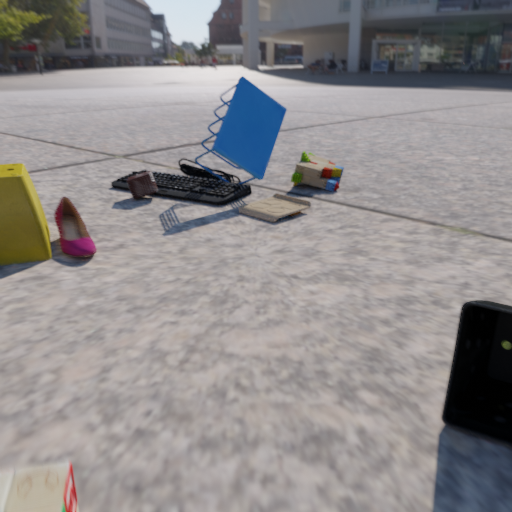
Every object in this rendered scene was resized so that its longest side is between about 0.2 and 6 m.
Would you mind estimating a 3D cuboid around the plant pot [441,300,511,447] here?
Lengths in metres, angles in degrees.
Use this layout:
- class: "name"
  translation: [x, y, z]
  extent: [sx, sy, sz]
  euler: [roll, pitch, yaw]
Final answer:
- class: "plant pot"
  translation: [2.704, 1.089, 5.548]
  extent: [1.270, 1.267, 1.127]
  euler: [13, 13, 30]

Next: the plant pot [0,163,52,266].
- class: "plant pot"
  translation: [-4.619, -0.788, 9.937]
  extent: [1.680, 1.482, 1.680]
  euler: [-7, 22, -19]

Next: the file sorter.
- class: "file sorter"
  translation: [-0.437, -2.991, 13.837]
  extent: [1.448, 2.086, 1.280]
  euler: [30, -22, -29]

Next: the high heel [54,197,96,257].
- class: "high heel"
  translation: [-3.328, -0.519, 10.164]
  extent: [0.560, 0.799, 1.662]
  euler: [-11, 24, -34]

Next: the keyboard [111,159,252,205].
- class: "keyboard"
  translation: [-1.858, -2.020, 14.291]
  extent: [3.580, 0.709, 1.863]
  euler: [12, 24, 27]

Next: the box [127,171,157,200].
- class: "box"
  translation: [-2.734, -1.706, 13.462]
  extent: [0.596, 0.489, 0.494]
  euler: [-19, 18, -2]

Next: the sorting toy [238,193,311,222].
- class: "sorting toy"
  translation: [0.418, -1.045, 12.431]
  extent: [1.155, 0.228, 1.248]
  euler: [19, 33, 41]

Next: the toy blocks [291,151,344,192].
- class: "toy blocks"
  translation: [1.734, -2.191, 14.760]
  extent: [1.203, 0.879, 1.760]
  euler: [17, 25, 12]

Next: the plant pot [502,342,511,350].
- class: "plant pot"
  translation: [3.104, 1.013, 6.337]
  extent: [0.754, 0.693, 0.754]
  euler: [-1, 21, 0]

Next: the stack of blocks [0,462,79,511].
- class: "stack of blocks"
  translation: [-2.086, 1.975, 3.007]
  extent: [2.212, 1.274, 0.648]
  euler: [-4, 21, -10]
